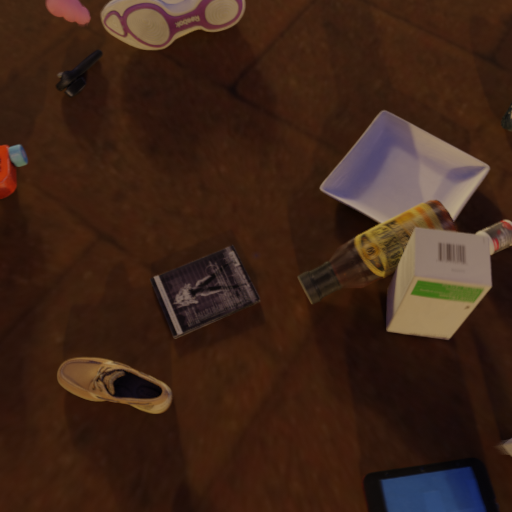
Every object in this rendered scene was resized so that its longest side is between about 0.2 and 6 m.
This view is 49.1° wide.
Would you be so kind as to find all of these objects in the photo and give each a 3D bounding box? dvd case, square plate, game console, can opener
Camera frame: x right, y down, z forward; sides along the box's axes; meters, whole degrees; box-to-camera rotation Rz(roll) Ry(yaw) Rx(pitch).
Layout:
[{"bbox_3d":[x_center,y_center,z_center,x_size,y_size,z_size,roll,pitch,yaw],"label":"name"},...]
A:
[{"bbox_3d":[-0.782,0.526,8.517,1.399,0.112,1.040,-22,65,-11],"label":"dvd case"},{"bbox_3d":[2.461,-1.242,9.320,2.095,0.298,2.075,33,69,16],"label":"square plate"},{"bbox_3d":[2.269,3.219,6.669,1.666,1.436,0.989,-7,89,-3],"label":"game console"},{"bbox_3d":[-3.306,-3.460,10.501,0.373,0.462,1.176,-1,50,45],"label":"can opener"}]

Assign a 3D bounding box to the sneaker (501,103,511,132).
[{"bbox_3d":[5.058,-2.740,9.899,0.770,0.692,1.784,41,70,15],"label":"sneaker"}]

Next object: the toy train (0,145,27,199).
[{"bbox_3d":[-4.933,-0.627,8.787,2.964,0.824,2.226,-21,56,-9],"label":"toy train"}]

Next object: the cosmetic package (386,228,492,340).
[{"bbox_3d":[2.405,0.427,7.605,0.972,1.807,0.766,6,60,6],"label":"cosmetic package"}]

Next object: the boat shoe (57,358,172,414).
[{"bbox_3d":[-1.961,1.701,7.668,1.652,0.533,0.589,11,63,6],"label":"boat shoe"}]

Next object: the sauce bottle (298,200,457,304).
[{"bbox_3d":[1.764,-0.004,8.286,2.350,0.776,0.776,-29,66,1],"label":"sauce bottle"}]

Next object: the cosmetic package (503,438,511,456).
[{"bbox_3d":[4.117,2.543,7.116,1.212,0.747,1.216,-29,64,-14],"label":"cosmetic package"}]

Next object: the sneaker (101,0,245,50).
[{"bbox_3d":[-1.643,-4.814,10.953,2.719,1.018,1.354,-12,47,-8],"label":"sneaker"}]

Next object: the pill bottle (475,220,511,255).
[{"bbox_3d":[3.680,-0.245,8.752,0.730,0.404,0.404,-23,65,-11],"label":"pill bottle"}]

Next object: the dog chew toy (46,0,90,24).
[{"bbox_3d":[-3.557,-4.710,10.663,0.797,0.496,0.496,24,62,-19],"label":"dog chew toy"}]
